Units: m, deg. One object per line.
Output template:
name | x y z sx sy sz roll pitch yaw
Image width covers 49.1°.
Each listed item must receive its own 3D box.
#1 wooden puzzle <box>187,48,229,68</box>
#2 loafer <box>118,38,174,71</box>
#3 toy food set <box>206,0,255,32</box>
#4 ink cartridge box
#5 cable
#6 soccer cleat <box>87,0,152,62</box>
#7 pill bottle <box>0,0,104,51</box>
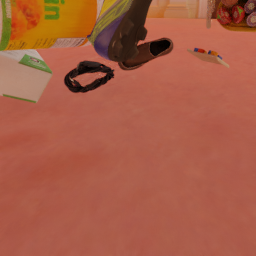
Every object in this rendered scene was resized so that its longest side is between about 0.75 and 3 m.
wooden puzzle | 2.367 -2.092 8.167 1.048 0.243 0.970 30 14 36
loafer | 0.560 -2.465 9.002 1.938 0.708 0.688 -25 4 1
toy food set | 3.069 -3.328 7.659 2.030 1.195 0.663 10 0 25
ink cartridge box | -3.236 -1.816 6.961 1.731 1.004 2.390 11 30 -49
cable | -0.698 -0.931 5.334 0.990 0.808 0.251 -5 59 -42
soccer cleat | 0.069 -1.817 3.452 0.843 2.015 0.652 38 20 28
pill bottle | -1.338 -2.222 5.047 2.705 1.502 1.502 -17 30 -38
